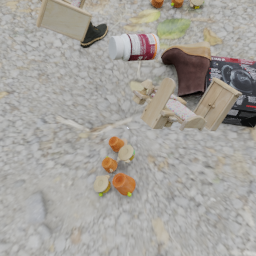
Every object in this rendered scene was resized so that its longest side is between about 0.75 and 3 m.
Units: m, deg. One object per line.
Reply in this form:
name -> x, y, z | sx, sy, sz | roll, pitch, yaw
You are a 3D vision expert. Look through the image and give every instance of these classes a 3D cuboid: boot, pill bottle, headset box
boot -> 1.765, -1.879, 9.325 | 0.753, 2.081, 1.731 | 19, 78, -38
pill bottle -> 0.160, -2.222, 7.747 | 1.279, 0.730, 0.730 | -8, 57, -22
headset box -> 3.315, -1.317, 9.076 | 1.740, 0.903, 2.338 | 8, 58, 5
boot -> -1.274, -3.790, 10.566 | 0.553, 0.987, 1.427 | 29, 62, 17

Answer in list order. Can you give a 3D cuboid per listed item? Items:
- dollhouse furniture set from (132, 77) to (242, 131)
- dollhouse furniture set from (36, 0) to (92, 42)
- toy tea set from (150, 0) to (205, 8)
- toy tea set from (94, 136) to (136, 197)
dollhouse furniture set -> 0.903, -0.548, 4.650 | 1.889, 0.836, 0.979 | 1, 35, -47
dollhouse furniture set -> -1.576, -3.150, 6.763 | 1.033, 1.209, 2.332 | 13, 28, -28
toy tea set -> 2.069, -5.725, 12.052 | 2.344, 0.867, 1.394 | -2, 88, -5
toy tea set -> -0.207, 1.094, 7.876 | 1.104, 0.687, 1.856 | -5, 56, 32
